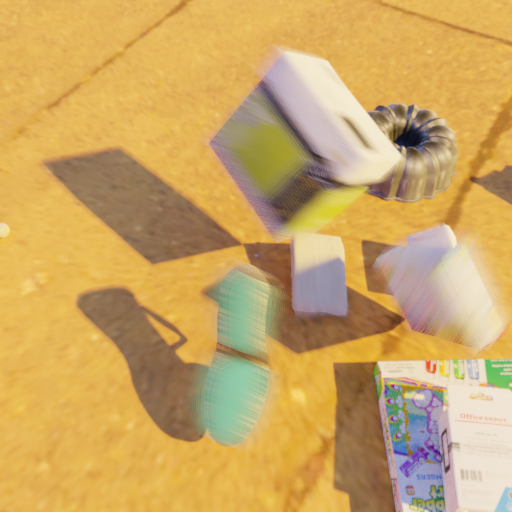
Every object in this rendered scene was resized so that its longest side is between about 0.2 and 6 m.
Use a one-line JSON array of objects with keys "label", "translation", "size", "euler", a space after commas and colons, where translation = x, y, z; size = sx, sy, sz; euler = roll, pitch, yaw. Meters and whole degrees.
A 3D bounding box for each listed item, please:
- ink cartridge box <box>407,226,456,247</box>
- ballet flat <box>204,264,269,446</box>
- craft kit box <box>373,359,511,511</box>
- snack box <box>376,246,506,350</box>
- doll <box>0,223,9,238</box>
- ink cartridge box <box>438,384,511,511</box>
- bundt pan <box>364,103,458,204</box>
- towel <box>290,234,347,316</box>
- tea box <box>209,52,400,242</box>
[{"label": "ink cartridge box", "translation": [2.436, 0.073, 7.682], "size": [0.605, 0.352, 0.836], "euler": [-16, 52, 30]}, {"label": "ballet flat", "translation": [-0.179, 1.092, 6.463], "size": [0.700, 0.777, 2.063], "euler": [6, 97, 0]}, {"label": "craft kit box", "translation": [2.432, 2.122, 6.480], "size": [1.896, 0.460, 1.873], "euler": [-2, 57, -1]}, {"label": "snack box", "translation": [2.101, 0.430, 6.575], "size": [0.405, 1.528, 1.087], "euler": [-28, 96, -11]}, {"label": "doll", "translation": [-4.261, -0.321, 8.333], "size": [1.117, 0.271, 0.762], "euler": [-5, 46, -11]}, {"label": "ink cartridge box", "translation": [2.395, 2.087, 5.979], "size": [0.757, 0.442, 1.304], "euler": [5, 54, 4]}, {"label": "bundt pan", "translation": [2.384, -1.802, 9.143], "size": [1.921, 0.721, 1.921], "euler": [0, 53, 0]}, {"label": "towel", "translation": [0.852, 0.238, 7.755], "size": [0.773, 0.201, 1.167], "euler": [7, 66, -11]}, {"label": "tea box", "translation": [0.565, -1.301, 6.910], "size": [1.073, 1.580, 1.606], "euler": [-16, 70, -54]}]
